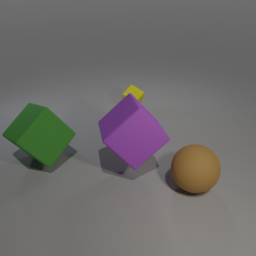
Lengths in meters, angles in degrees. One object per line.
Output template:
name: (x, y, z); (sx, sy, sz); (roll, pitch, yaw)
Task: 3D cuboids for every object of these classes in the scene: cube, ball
cube: (-2.867, 0.201, 9.060); (1.400, 1.400, 1.400); (15, 64, 49)
cube: (0.133, 0.073, 8.360); (1.400, 1.400, 1.400); (-42, 26, 9)
cube: (0.202, -1.329, 12.350); (0.700, 0.700, 0.700); (33, 63, 12)
ball: (1.947, 1.168, 8.096); (1.400, 1.400, 1.400); (0, 30, 0)
